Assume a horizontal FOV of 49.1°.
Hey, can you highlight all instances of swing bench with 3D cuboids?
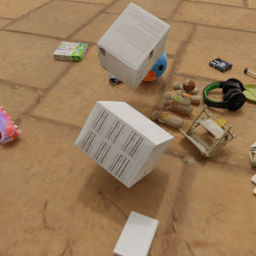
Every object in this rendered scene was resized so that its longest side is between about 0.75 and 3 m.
[{"bbox_3d":[3.012,0.191,10.604,1.449,0.940,1.442,-45,51,8],"label":"swing bench"}]

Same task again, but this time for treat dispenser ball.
[{"bbox_3d":[1.002,-3.250,13.785,1.875,1.875,1.875,0,42,0],"label":"treat dispenser ball"}]

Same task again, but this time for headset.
[{"bbox_3d":[4.742,-1.681,12.500,2.757,1.295,1.702,-1,42,16],"label":"headset"}]

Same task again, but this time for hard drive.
[{"bbox_3d":[0.257,3.137,8.068,0.891,0.178,1.352,16,45,16],"label":"hard drive"}]

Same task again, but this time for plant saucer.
[{"bbox_3d":[5.984,-1.618,13.237,1.351,0.210,1.351,1,43,0],"label":"plant saucer"}]

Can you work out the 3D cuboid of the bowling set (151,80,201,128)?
[{"bbox_3d":[2.153,-1.431,11.935,1.412,1.831,2.631,21,43,24],"label":"bowling set"}]

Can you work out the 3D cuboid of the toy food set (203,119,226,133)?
[{"bbox_3d":[3.582,0.013,11.405,1.094,0.357,0.644,-34,28,-34],"label":"toy food set"}]

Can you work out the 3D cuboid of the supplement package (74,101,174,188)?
[{"bbox_3d":[-0.063,0.402,9.004,2.205,1.622,2.108,36,16,16],"label":"supplement package"}]

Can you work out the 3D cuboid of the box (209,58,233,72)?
[{"bbox_3d":[5.024,-3.429,15.207,0.787,0.214,0.983,-26,48,-25],"label":"box"}]

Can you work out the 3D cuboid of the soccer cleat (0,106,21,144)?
[{"bbox_3d":[-5.139,-0.192,11.345,0.862,0.752,2.254,-39,52,-17],"label":"soccer cleat"}]

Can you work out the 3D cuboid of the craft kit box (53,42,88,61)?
[{"bbox_3d":[-3.301,-4.451,16.234,1.604,0.389,1.584,5,45,6],"label":"craft kit box"}]

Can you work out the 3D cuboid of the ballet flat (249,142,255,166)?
[{"bbox_3d":[4.749,0.859,10.349,0.462,0.499,1.416,8,40,21],"label":"ballet flat"}]

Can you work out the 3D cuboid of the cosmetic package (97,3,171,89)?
[{"bbox_3d":[0.199,-3.147,11.016,1.858,1.856,2.252,34,78,8],"label":"cosmetic package"}]

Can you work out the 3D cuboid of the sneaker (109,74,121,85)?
[{"bbox_3d":[-0.381,-2.502,14.027,1.210,0.424,0.657,-1,37,8],"label":"sneaker"}]

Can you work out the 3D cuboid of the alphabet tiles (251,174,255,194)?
[{"bbox_3d":[5.004,2.014,9.336,1.576,0.118,1.611,-30,50,-29],"label":"alphabet tiles"}]

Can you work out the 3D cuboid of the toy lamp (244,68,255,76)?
[{"bbox_3d":[6.517,-2.739,14.383,0.337,0.337,1.159,-30,49,-28],"label":"toy lamp"}]
